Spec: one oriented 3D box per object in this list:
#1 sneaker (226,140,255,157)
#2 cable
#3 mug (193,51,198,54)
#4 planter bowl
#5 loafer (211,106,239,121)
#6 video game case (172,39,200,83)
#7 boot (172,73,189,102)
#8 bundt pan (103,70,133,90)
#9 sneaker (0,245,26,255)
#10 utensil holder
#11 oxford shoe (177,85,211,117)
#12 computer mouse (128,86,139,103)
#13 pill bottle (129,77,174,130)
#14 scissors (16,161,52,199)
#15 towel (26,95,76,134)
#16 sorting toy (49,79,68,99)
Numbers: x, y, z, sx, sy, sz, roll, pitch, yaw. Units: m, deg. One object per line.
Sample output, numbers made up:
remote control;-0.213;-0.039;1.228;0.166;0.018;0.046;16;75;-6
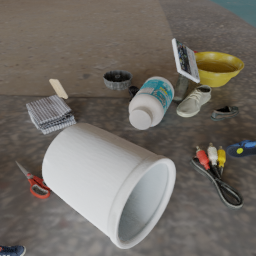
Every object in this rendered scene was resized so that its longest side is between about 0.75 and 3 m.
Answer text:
sneaker;4.044;0.688;9.877;1.393;0.459;0.546;-5;29;-10
cable;2.693;1.397;8.679;1.201;0.622;2.473;-2;35;-3
mug;3.877;-3.679;15.681;1.110;0.834;1.250;-1;39;1
planter bowl;4.323;-2.841;14.197;2.753;1.147;2.753;-1;35;0
loafer;4.139;-0.704;11.777;1.483;0.466;0.533;-19;40;-24
video game case;2.416;-2.786;11.659;1.424;0.183;1.566;16;60;-42
boot;2.470;-2.181;13.068;0.711;1.372;2.100;12;37;16
bundt pan;-0.504;-2.356;14.022;1.496;0.561;1.496;0;35;0
sneaker;-2.996;2.955;6.683;1.006;0.425;0.377;-8;36;-11
utensil holder;-0.549;1.314;7.363;2.766;2.351;2.351;25;42;32
oxford shoe;2.928;-1.240;12.341;0.927;0.712;2.467;28;46;29
computer mouse;0.328;-1.519;13.118;0.806;0.307;1.164;-8;47;-11
pill bottle;0.915;-0.979;11.373;1.405;1.405;2.535;13;38;17
scissors;-3.120;1.588;8.837;2.054;0.143;0.751;21;43;25
towel;-3.173;-0.637;11.423;1.495;0.773;1.806;-21;41;-26
sorting toy;-2.490;-1.440;10.140;0.153;0.775;0.838;-38;26;-21
